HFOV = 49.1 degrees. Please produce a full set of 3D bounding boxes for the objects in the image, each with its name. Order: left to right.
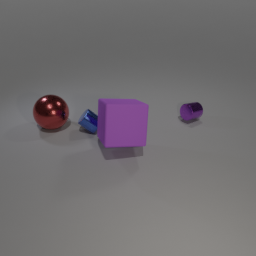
[{"bbox_3d":[-3.047,-0.625,11.119,1.400,1.400,1.400,0,30,0],"label":"ball"},{"bbox_3d":[-1.474,-0.273,10.920,0.700,0.700,0.700,36,23,-19],"label":"cylinder"},{"bbox_3d":[-0.220,-0.213,9.467,1.400,1.400,1.400,-1,13,-16],"label":"cube"},{"bbox_3d":[2.657,-0.710,11.739,0.700,0.700,0.700,-12,31,-36],"label":"cylinder"}]
